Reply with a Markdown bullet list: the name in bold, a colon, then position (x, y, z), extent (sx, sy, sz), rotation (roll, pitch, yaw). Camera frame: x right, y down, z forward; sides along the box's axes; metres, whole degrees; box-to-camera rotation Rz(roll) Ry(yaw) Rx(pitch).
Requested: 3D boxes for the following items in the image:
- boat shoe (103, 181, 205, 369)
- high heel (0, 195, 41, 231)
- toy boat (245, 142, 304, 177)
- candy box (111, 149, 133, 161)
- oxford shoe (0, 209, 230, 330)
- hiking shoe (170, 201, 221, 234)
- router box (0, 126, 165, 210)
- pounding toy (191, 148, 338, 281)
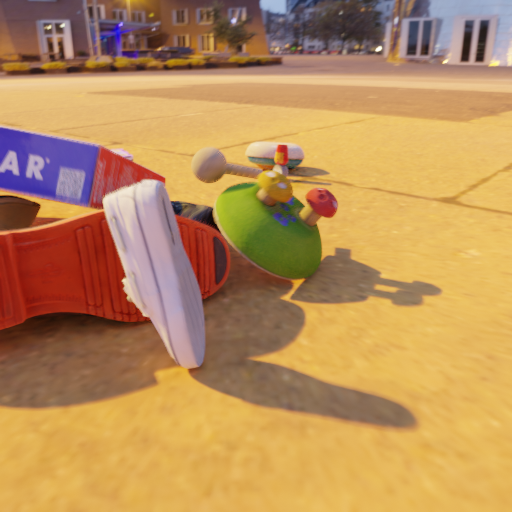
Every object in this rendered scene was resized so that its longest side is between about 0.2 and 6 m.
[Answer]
- **boat shoe**: position (-0.974, 0.217, 5.424), extent (0.617, 1.847, 0.679), rotation (-11, 7, 12)
- **high heel**: position (-4.610, -0.490, 8.401), extent (1.734, 0.869, 2.433), rotation (9, 25, 20)
- **toy boat**: position (0.476, -2.255, 13.213), extent (1.435, 0.793, 1.707), rotation (2, 13, -6)
- **candy box**: position (-3.655, -2.243, 13.448), extent (1.177, 0.421, 0.987), rotation (-10, 24, -25)
- **oxford shoe**: position (-2.072, 0.096, 6.469), extent (3.620, 1.288, 1.313), rotation (-3, 5, -28)
- **hiking shoe**: position (-1.066, -0.408, 8.101), extent (1.002, 0.754, 1.990), rotation (5, 6, 3)
- **router box**: position (-3.434, -1.309, 8.557), extent (3.355, 0.819, 3.011), rotation (11, 1, 7)
- **pounding toy**: position (0.275, -0.800, 7.604), extent (1.682, 1.011, 2.179), rotation (-3, 51, -48)
